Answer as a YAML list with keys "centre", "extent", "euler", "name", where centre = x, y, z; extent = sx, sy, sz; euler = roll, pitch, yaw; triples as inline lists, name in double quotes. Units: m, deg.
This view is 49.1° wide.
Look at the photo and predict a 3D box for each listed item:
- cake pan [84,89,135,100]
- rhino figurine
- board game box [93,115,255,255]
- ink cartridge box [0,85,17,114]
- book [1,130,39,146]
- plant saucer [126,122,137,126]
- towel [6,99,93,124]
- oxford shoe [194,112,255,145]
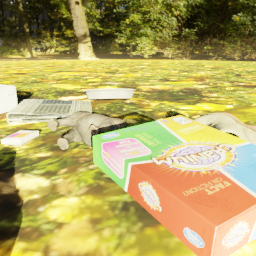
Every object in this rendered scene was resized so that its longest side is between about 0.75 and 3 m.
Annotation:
- centre: [-0.769, -1.415, 11.873]
  extent: [2.156, 0.395, 2.156]
  euler: [-2, 4, 0]
  name: "cake pan"
- centre: [-0.455, 0.160, 6.730]
  extent: [2.840, 0.849, 1.242]
  euler: [11, 19, 27]
  name: "rhino figurine"
- centre: [0.987, 0.600, 4.407]
  extent: [2.105, 0.555, 2.751]
  euler: [-14, 25, -31]
  name: "board game box"
- centre: [-5.672, -1.101, 10.648]
  extent: [2.276, 0.996, 1.654]
  euler: [5, 18, 20]
  name: "ink cartridge box"
- centre: [-2.903, 0.241, 7.574]
  extent: [0.588, 0.212, 0.880]
  euler: [2, 16, 14]
  name: "book"
- centre: [-0.256, 0.062, 8.112]
  extent: [1.464, 0.228, 1.464]
  euler: [-1, 17, 0]
  name: "plant saucer"
- centre: [-2.688, -0.597, 10.143]
  extent: [2.763, 0.496, 2.870]
  euler: [1, 14, -8]
  name: "towel"
- centre: [2.168, 0.131, 6.575]
  extent: [0.904, 0.867, 2.449]
  euler: [-5, 13, -25]
  name: "oxford shoe"
